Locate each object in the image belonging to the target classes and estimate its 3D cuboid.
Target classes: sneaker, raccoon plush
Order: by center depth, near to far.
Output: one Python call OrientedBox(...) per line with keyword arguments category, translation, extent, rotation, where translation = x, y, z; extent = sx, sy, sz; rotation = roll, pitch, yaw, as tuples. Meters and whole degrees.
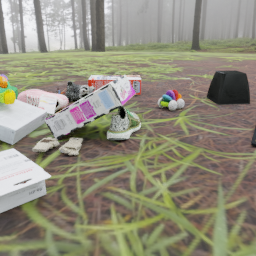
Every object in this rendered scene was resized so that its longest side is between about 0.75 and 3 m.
OrientedBox(category="sneaker", translation=(-0.076, -0.344, 9.814), extent=(0.880, 1.014, 2.288), rotation=(5, 20, 13))
OrientedBox(category="sneaker", translation=(-3.931, -1.198, 12.459), extent=(2.328, 0.876, 1.217), rotation=(5, 14, 1))
OrientedBox(category="raccoon plush", translation=(-2.459, -1.956, 14.687), extent=(1.409, 1.018, 2.103), rotation=(5, 18, -9))

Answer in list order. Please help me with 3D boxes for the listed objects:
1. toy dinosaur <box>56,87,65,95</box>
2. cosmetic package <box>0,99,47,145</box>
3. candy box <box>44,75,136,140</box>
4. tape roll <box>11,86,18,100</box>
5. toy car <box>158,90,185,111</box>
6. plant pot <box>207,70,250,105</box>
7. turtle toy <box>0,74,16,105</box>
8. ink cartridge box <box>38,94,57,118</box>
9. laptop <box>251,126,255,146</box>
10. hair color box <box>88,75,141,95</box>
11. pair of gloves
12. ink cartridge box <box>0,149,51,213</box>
OrientedBox(category="toy dinosaur", translation=(-3.728, -1.874, 15.218), extent=(0.922, 0.484, 0.837), rotation=(2, 35, -30))
OrientedBox(category="cosmetic package", translation=(-4.156, -0.356, 9.815), extent=(1.740, 0.596, 2.308), rotation=(22, 21, 2))
OrientedBox(category="candy box", translation=(-1.214, -0.719, 9.456), extent=(2.677, 0.817, 1.826), rotation=(-26, 10, 22))
OrientedBox(category="tape roll", translation=(-6.861, -1.460, 13.507), extent=(2.950, 0.709, 2.950), rotation=(0, 19, 0))
OrientedBox(category="toy car", translation=(1.999, -1.325, 12.888), extent=(1.142, 0.856, 0.999), rotation=(-14, 24, -35))
OrientedBox(category="plant pot", translation=(5.129, -2.113, 14.215), extent=(1.675, 1.490, 1.679), rotation=(-1, 18, -5))
OrientedBox(category="turtle toy", translation=(-4.822, -1.455, 9.841), extent=(1.570, 1.089, 2.155), rotation=(-4, 15, -21))
OrientedBox(category="ink cartridge box", translation=(-3.296, -0.977, 11.501), extent=(0.656, 0.380, 1.126), rotation=(10, 54, -13))
OrientedBox(category="laptop", translation=(5.424, -0.262, 9.075), extent=(2.333, 1.360, 2.633), rotation=(9, 21, 26))
OrientedBox(category="hair color box", translation=(-0.745, -2.509, 16.180), extent=(2.956, 0.945, 1.639), rotation=(1, 19, -2))
OrientedBox(category="pair of gloves", translation=(-2.089, 0.547, 8.462), extent=(1.362, 0.239, 1.158), rotation=(2, 15, -5))
OrientedBox(category="ink cartridge box", translation=(-2.577, 1.152, 6.059), extent=(1.128, 0.650, 1.948), rotation=(-17, 25, -40))
